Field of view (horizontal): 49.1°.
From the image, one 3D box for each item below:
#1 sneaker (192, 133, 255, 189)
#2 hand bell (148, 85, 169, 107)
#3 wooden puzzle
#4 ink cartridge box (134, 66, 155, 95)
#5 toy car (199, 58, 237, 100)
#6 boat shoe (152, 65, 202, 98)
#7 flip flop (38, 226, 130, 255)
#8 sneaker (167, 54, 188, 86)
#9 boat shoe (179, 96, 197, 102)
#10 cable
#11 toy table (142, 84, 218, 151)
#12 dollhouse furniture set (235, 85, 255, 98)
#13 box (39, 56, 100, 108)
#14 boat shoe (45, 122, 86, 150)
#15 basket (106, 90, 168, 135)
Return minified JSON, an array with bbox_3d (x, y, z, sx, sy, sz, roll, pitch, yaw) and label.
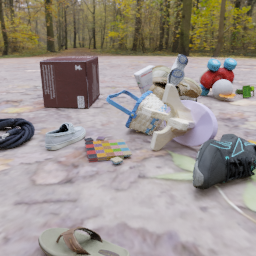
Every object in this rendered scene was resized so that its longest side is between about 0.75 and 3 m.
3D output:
[{"bbox_3d":[2.429,0.742,6.625,1.079,1.027,2.723,16,25,36],"label":"sneaker"},{"bbox_3d":[2.185,-0.849,11.742,2.716,1.414,1.414,27,30,31],"label":"hand bell"},{"bbox_3d":[-0.615,0.642,8.306,1.231,0.146,2.076,-4,19,-12],"label":"wooden puzzle"},{"bbox_3d":[0.944,-2.073,12.756,0.930,1.284,0.539,-31,26,-13],"label":"ink cartridge box"},{"bbox_3d":[5.195,-2.282,15.257,2.017,2.102,2.281,-6,48,-18],"label":"toy car"},{"bbox_3d":[2.050,-1.708,11.734,2.622,0.852,0.946,22,-25,-32],"label":"boat shoe"},{"bbox_3d":[-0.682,1.787,4.345,1.512,0.435,0.613,8,20,22],"label":"flip flop"},{"bbox_3d":[1.735,-1.952,9.997,0.536,0.627,1.439,30,61,-3],"label":"sneaker"},{"bbox_3d":[3.187,-1.639,14.424,0.581,0.682,2.040,-9,16,-11],"label":"boat shoe"},{"bbox_3d":[-4.547,-0.022,9.384,2.394,0.745,2.934,-13,21,-34],"label":"cable"},{"bbox_3d":[1.463,-0.239,8.497,1.268,1.991,2.165,8,0,-32],"label":"toy table"},{"bbox_3d":[6.771,-1.991,16.168,0.870,0.672,1.741,-3,-2,13],"label":"dollhouse furniture set"},{"bbox_3d":[-2.804,-2.413,14.211,2.246,2.269,2.736,2,18,6],"label":"box"},{"bbox_3d":[-1.966,0.153,9.012,0.616,0.629,1.765,9,20,26],"label":"boat shoe"},{"bbox_3d":[0.339,-0.706,10.089,1.992,1.385,1.756,37,28,10],"label":"basket"}]
